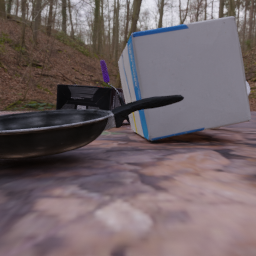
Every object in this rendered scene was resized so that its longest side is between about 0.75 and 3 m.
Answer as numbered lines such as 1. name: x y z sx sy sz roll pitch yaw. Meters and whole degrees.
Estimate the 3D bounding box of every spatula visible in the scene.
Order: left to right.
1. spatula: -0.334 -0.964 7.672 0.194 1.887 0.533 -32 16 -13

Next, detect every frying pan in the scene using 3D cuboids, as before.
1. frying pan: -0.627 -0.094 3.326 1.588 0.427 2.626 4 11 38

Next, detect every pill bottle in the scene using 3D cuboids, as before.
1. pill bottle: 2.343 -0.611 6.933 0.767 0.767 1.353 -1 -34 -12

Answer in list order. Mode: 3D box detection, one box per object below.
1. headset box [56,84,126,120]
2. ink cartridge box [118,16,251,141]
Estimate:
1. headset box: -0.735 -0.840 9.299 1.979 1.027 2.659 8 9 28
2. ink cartridge box: 0.864 -0.835 5.447 1.735 1.704 2.356 -12 5 -6
